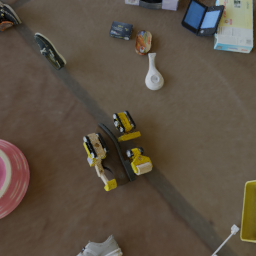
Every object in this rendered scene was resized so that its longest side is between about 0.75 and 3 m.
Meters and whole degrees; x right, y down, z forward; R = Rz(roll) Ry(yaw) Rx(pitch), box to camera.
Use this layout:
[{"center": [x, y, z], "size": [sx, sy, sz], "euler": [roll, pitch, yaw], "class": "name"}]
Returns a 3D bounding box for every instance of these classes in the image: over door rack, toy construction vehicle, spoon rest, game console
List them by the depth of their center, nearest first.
[{"center": [3.017, 3.838, 7.776], "size": [1.369, 0.617, 1.853], "euler": [43, 76, 13], "class": "over door rack"}, {"center": [-0.374, 0.672, 8.704], "size": [1.880, 0.760, 2.159], "euler": [-18, 69, -33], "class": "toy construction vehicle"}, {"center": [0.924, -1.989, 10.019], "size": [0.645, 0.394, 1.298], "euler": [-4, 84, 0], "class": "spoon rest"}, {"center": [2.792, -4.187, 10.422], "size": [1.121, 0.777, 1.313], "euler": [11, 75, 42], "class": "game console"}]

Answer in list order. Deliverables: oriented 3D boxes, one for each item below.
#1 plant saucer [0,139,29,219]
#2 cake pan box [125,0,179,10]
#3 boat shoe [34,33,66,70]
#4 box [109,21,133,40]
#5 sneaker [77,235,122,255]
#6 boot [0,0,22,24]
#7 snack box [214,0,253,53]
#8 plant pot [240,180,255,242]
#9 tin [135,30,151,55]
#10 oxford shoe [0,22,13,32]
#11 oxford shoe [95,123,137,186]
[{"center": [-4.426, 1.534, 8.563], "size": [2.635, 0.668, 2.635], "euler": [0, 71, 1], "class": "plant saucer"}, {"center": [1.082, -5.851, 11.223], "size": [2.139, 0.607, 2.322], "euler": [8, 71, 5], "class": "cake pan box"}, {"center": [-2.752, -2.634, 9.737], "size": [1.414, 0.535, 0.426], "euler": [46, 60, -27], "class": "boat shoe"}, {"center": [-0.261, -3.707, 10.662], "size": [0.788, 0.201, 0.621], "euler": [13, 70, 4], "class": "box"}, {"center": [-1.102, 3.604, 7.916], "size": [1.798, 0.672, 0.737], "euler": [-14, 61, -15], "class": "sneaker"}, {"center": [-4.999, -4.135, 10.577], "size": [1.753, 0.641, 1.320], "euler": [38, 74, 16], "class": "boot"}, {"center": [4.011, -3.971, 10.637], "size": [1.311, 0.419, 2.257], "euler": [8, 71, 3], "class": "snack box"}, {"center": [4.375, 2.445, 7.768], "size": [1.542, 1.748, 1.748], "euler": [15, 71, -5], "class": "plant pot"}, {"center": [0.576, -3.194, 10.490], "size": [0.574, 0.215, 1.025], "euler": [6, 71, 6], "class": "tin"}, {"center": [-4.769, -3.828, 10.689], "size": [0.813, 0.290, 0.297], "euler": [-14, 79, 4], "class": "oxford shoe"}, {"center": [-0.602, 0.818, 8.760], "size": [0.904, 0.778, 2.142], "euler": [-26, 73, -7], "class": "oxford shoe"}]
